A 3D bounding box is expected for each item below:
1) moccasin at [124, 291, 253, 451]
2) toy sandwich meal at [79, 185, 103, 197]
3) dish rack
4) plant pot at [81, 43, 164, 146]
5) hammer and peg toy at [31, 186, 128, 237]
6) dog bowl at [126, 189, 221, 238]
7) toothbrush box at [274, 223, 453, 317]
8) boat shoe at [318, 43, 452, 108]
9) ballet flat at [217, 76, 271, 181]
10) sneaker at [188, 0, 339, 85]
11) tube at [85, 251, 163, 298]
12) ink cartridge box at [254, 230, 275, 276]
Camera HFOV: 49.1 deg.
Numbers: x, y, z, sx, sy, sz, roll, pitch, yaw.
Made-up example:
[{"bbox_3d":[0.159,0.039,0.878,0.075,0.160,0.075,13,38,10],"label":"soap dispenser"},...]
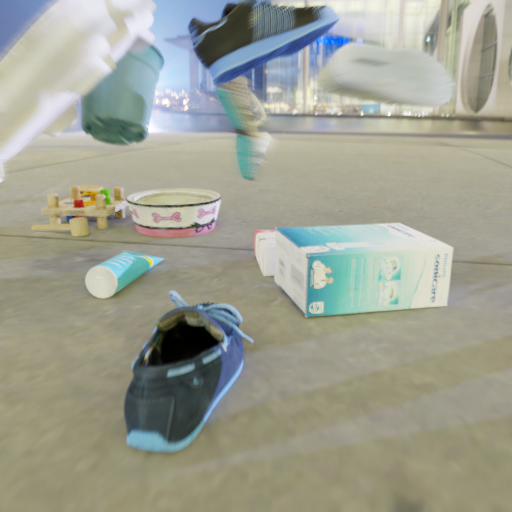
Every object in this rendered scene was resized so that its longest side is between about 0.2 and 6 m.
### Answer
[{"bbox_3d":[-0.592,0.933,5.773,1.052,0.892,2.615,1,16,3],"label":"moccasin"},{"bbox_3d":[-5.018,-1.915,16.772,0.905,0.310,0.905,3,16,-1],"label":"toy sandwich meal"},{"bbox_3d":[-2.873,-2.469,8.119,3.497,0.887,4.075,-36,21,20],"label":"dish rack"},{"bbox_3d":[-2.681,-3.131,10.844,1.674,1.639,1.674,1,-14,0],"label":"plant pot"},{"bbox_3d":[-4.087,-1.097,12.968,1.662,0.797,2.260,2,16,8],"label":"hammer and peg toy"},{"bbox_3d":[-1.829,-0.977,12.618,2.107,0.777,2.107,0,17,0],"label":"dog bowl"},{"bbox_3d":[1.530,0.140,8.423,2.201,0.939,1.611,-4,17,-14],"label":"toothbrush box"},{"bbox_3d":[2.899,-3.939,12.428,3.352,1.207,1.040,3,-8,-30],"label":"boat shoe"},{"bbox_3d":[-0.107,-2.227,9.744,0.686,1.823,0.618,-29,30,-20],"label":"ballet flat"},{"bbox_3d":[0.143,-3.328,8.079,2.370,0.923,0.831,-31,4,-25],"label":"sneaker"},{"bbox_3d":[-2.170,0.203,9.233,0.762,0.496,1.967,15,13,4],"label":"tube"},{"bbox_3d":[0.492,-0.077,9.926,0.922,0.537,1.266,-2,15,-6],"label":"ink cartridge box"}]
